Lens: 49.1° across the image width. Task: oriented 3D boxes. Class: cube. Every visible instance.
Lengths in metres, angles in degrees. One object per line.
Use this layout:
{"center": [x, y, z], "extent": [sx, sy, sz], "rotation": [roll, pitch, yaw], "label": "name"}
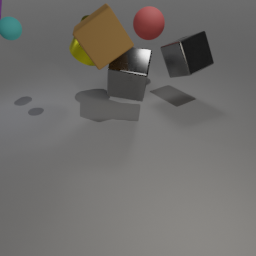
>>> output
{"center": [2.470, -3.054, 11.775], "extent": [1.400, 1.400, 1.400], "rotation": [-28, 17, -22], "label": "cube"}
{"center": [-0.830, -3.032, 9.234], "extent": [1.400, 1.400, 1.400], "rotation": [-33, 28, 9], "label": "cube"}
{"center": [0.038, -2.044, 10.486], "extent": [1.400, 1.400, 1.400], "rotation": [10, 54, 1], "label": "cube"}

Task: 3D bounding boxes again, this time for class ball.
{"center": [-3.684, -3.106, 8.752], "extent": [0.700, 0.700, 0.700], "rotation": [0, 31, 0], "label": "ball"}
{"center": [0.925, -4.638, 12.446], "extent": [1.400, 1.400, 1.400], "rotation": [0, 31, 0], "label": "ball"}

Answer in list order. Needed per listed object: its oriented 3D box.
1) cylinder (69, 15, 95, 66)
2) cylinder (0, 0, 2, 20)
{"center": [-1.426, -3.430, 11.052], "extent": [1.400, 1.400, 1.400], "rotation": [21, 43, -21], "label": "cylinder"}
{"center": [-4.545, -3.972, 9.205], "extent": [0.700, 0.700, 0.700], "rotation": [14, 28, -8], "label": "cylinder"}
